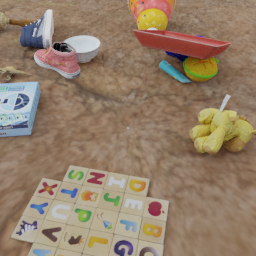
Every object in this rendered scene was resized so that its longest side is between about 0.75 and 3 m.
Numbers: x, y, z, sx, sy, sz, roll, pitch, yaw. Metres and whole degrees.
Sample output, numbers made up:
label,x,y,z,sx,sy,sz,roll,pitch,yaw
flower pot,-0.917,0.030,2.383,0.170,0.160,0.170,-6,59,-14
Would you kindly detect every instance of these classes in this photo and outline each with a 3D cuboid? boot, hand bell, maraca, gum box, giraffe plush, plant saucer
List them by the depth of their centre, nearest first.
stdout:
label,x,y,z,sx,sy,sz,roll,pitch,yaw
giraffe plush,2.430,0.078,6.763,1.201,1.481,1.278,23,27,-23
gum box,-3.436,-0.553,7.845,1.645,0.431,1.936,-4,43,-4
plant saucer,1.757,-2.670,8.859,2.542,0.467,2.537,20,25,22
maraca,2.419,-2.095,9.206,1.110,0.866,1.619,25,46,10
boot,-3.644,-4.080,11.320,1.135,0.914,2.512,-1,43,-9
hand bell,-4.957,-4.556,12.026,2.271,1.182,1.182,4,41,-14

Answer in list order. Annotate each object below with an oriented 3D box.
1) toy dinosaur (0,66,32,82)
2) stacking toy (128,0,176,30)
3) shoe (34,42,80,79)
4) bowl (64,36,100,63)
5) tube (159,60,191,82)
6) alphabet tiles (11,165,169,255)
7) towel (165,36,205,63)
label,x,y,z,sx,sy,sz,roll,pitch,yaw
toy dinosaur,-3.974,-1.868,9.318,1.359,0.396,0.687,8,42,9
stacking toy,1.005,-4.426,11.356,2.046,2.046,2.801,0,58,0
shoe,-2.495,-2.525,9.590,2.146,0.976,0.767,30,50,29
bowl,-1.657,-2.790,10.156,1.355,0.609,1.355,0,43,0
tube,1.546,-1.858,9.384,0.476,0.310,1.230,-15,46,-34
alphabet tiles,-0.671,1.792,5.532,2.833,0.090,2.358,9,43,9
towel,2.457,-3.009,10.517,1.779,0.441,1.313,-28,50,-27
